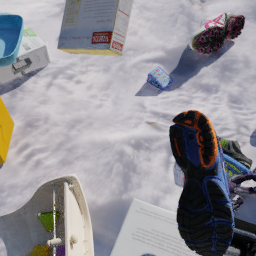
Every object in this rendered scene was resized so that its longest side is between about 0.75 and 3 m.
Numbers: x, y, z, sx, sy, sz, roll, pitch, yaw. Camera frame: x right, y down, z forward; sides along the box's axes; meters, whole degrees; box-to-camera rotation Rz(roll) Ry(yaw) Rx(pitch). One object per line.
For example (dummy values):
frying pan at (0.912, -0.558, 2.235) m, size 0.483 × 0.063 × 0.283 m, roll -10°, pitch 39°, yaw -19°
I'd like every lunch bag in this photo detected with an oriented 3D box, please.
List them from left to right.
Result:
lunch bag at (1.155, -1.711, 9.878) m, size 0.810 × 0.381 × 0.609 m, roll 39°, pitch 59°, yaw 16°

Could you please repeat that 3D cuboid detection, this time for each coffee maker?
coffee maker at (2.716, 2.537, 6.296) m, size 1.492 × 1.005 × 1.433 m, roll 16°, pitch 26°, yaw 11°

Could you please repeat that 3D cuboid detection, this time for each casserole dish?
casserole dish at (-4.491, -2.981, 9.643) m, size 1.731 × 0.555 × 2.859 m, roll -4°, pitch 53°, yaw -3°

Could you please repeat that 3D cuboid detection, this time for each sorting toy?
sorting toy at (-2.030, 2.669, 5.937) m, size 2.425 × 1.439 × 2.694 m, roll -11°, pitch 54°, yaw 1°

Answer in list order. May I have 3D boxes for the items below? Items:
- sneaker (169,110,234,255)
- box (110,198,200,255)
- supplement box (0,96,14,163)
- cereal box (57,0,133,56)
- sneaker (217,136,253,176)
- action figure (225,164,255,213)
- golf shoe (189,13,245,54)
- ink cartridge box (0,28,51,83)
sneaker at (1.307, 0.901, 4.593) m, size 0.901 × 0.938 × 2.392 m, roll -5°, pitch 87°, yaw 32°
box at (0.611, 2.639, 5.610) m, size 1.708 × 1.716 × 1.470 m, roll 17°, pitch 51°, yaw 12°
supplement box at (-4.590, -0.148, 7.476) m, size 2.194 × 2.164 × 1.457 m, roll -3°, pitch 52°, yaw -2°
cereal box at (-0.744, -3.293, 7.013) m, size 2.068 × 2.874 × 0.568 m, roll 15°, pitch 6°, yaw 39°
sneaker at (2.651, 0.583, 7.942) m, size 0.790 × 0.676 × 1.906 m, roll -31°, pitch 62°, yaw -32°
action figure at (2.736, 1.472, 7.181) m, size 2.058 × 0.714 × 1.339 m, roll -11°, pitch 59°, yaw -4°
golf shoe at (3.286, -3.774, 11.102) m, size 2.954 × 1.073 × 1.360 m, roll -31°, pitch 45°, yaw -30°
ink cartridge box at (-4.118, -2.703, 10.303) m, size 1.973 × 0.829 × 1.435 m, roll -30°, pitch 58°, yaw -21°
